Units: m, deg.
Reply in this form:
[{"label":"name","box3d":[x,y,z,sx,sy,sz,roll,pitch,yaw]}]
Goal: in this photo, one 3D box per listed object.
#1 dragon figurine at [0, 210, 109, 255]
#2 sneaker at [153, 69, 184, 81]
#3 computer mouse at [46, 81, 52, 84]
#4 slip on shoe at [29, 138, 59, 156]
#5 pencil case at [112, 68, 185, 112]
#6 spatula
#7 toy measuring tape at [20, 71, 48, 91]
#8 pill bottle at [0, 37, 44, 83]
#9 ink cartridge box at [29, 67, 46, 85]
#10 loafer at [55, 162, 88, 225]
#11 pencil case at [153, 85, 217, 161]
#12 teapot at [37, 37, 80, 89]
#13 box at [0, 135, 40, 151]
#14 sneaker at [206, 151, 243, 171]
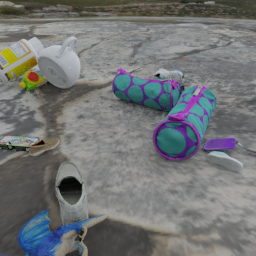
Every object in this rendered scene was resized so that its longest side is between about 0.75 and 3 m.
[{"label":"dragon figurine","box3d":[-1.334,1.894,4.625,1.224,0.724,2.462,13,31,24]},{"label":"sneaker","box3d":[1.941,-2.490,13.653,1.606,0.602,0.696,12,34,40]},{"label":"computer mouse","box3d":[-3.564,-2.301,13.611,0.455,0.182,0.830,10,32,34]},{"label":"slip on shoe","box3d":[-2.368,0.460,7.958,0.374,0.298,0.982,21,34,36]},{"label":"pencil case","box3d":[0.705,-1.491,10.798,2.698,1.247,1.148,16,31,31]},{"label":"spatula","box3d":[3.458,0.610,7.673,2.625,0.270,0.742,11,25,17]},{"label":"toy measuring tape","box3d":[-4.142,-2.382,12.965,0.791,0.791,2.149,18,38,31]},{"label":"pill bottle","box3d":[-4.941,-3.142,12.694,2.319,1.267,1.267,-38,40,-18]},{"label":"ink cartridge box","box3d":[-4.338,-2.525,13.493,0.671,0.659,0.912,-2,27,-3]},{"label":"loafer","box3d":[-1.188,1.247,5.943,0.696,0.695,1.991,-8,28,-16]},{"label":"pencil case","box3d":[1.753,-0.281,8.230,1.274,1.384,2.995,13,30,19]},{"label":"teapot","box3d":[-2.857,-2.906,12.440,2.080,2.053,1.519,10,51,38]},{"label":"box","box3d":[-3.168,0.440,8.134,1.022,0.177,0.562,4,27,8]},{"label":"sneaker","box3d":[2.536,0.796,7.241,0.935,0.345,0.383,21,38,35]}]
